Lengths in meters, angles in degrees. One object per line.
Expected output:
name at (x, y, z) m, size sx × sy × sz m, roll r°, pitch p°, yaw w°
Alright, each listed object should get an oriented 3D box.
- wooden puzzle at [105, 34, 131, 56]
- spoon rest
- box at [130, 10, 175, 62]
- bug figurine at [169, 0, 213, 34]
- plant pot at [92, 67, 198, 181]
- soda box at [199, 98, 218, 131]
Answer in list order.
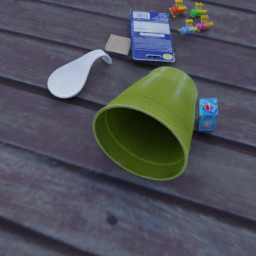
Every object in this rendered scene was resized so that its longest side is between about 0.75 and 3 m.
wooden puzzle at (-0.335, -3.182, 10.830) m, size 0.914 × 0.212 × 0.847 m, roll 17°, pitch 62°, yaw 4°
spoon rest at (-1.665, -1.981, 9.824) m, size 1.266 × 0.773 × 2.549 m, roll 41°, pitch 67°, yaw 20°
box at (0.881, -3.452, 10.757) m, size 1.578 × 0.422 × 2.605 m, roll 3°, pitch 59°, yaw -6°
bug figurine at (2.551, -4.416, 11.345) m, size 1.528 × 0.507 × 1.971 m, roll -6°, pitch 57°, yaw -10°
plant pot at (0.814, -0.360, 8.085) m, size 2.702 × 2.702 × 2.601 m, roll 24°, pitch 51°, yaw 13°
soda box at (2.373, -0.371, 8.380) m, size 0.501 × 1.562 × 0.530 m, roll -1°, pitch 74°, yaw 12°
